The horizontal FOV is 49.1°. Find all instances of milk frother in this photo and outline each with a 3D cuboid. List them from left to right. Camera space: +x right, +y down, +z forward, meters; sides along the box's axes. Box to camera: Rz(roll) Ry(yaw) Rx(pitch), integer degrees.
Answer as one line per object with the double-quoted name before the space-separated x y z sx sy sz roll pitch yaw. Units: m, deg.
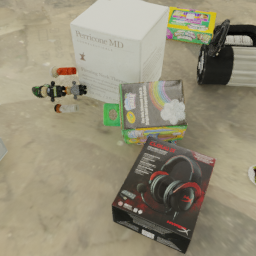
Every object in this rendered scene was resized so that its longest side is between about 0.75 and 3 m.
"milk frother" 3.911 -2.514 9.847 2.481 2.380 2.638 3 19 4

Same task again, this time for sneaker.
"sneaker" -2.874 -1.306 9.628 0.455 0.416 1.067 54 27 19

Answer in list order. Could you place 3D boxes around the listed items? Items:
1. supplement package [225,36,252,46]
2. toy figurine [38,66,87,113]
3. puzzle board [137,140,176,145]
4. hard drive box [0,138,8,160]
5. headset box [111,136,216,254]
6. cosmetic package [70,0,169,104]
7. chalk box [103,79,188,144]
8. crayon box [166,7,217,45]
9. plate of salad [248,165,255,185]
"supplement package" 4.757 -3.246 11.568 2.168 1.233 1.187 8 49 6
"toy figurine" -2.198 -1.267 9.496 0.997 1.411 1.433 1 56 23
"puzzle board" 1.020 -0.033 9.395 1.247 0.144 1.655 7 48 6
"hard drive box" -4.714 0.967 8.090 1.441 0.710 1.849 15 49 13
"headset box" 1.032 1.516 7.393 1.982 1.000 2.667 20 51 17
"cosmetic package" -0.211 -2.620 9.840 2.444 2.921 2.429 19 51 17
"chalk box" 0.460 -0.429 8.472 2.385 1.477 1.484 -3 71 4
"crayon box" 2.935 -4.950 13.490 2.378 0.693 2.052 13 50 11
"plate of salad" 3.897 1.367 8.084 0.817 0.196 0.817 -1 47 1
